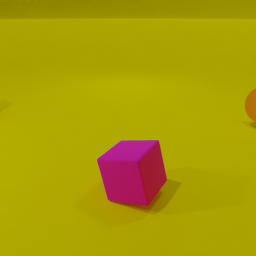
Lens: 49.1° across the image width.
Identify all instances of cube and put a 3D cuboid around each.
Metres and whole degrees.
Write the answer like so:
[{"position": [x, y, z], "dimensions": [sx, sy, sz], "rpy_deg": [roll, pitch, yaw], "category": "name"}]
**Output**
[{"position": [0.091, 0.708, 4.689], "dimensions": [0.792, 0.792, 0.792], "rpy_deg": [-2, 20, 32], "category": "cube"}]

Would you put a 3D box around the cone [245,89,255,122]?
[{"position": [3.793, -0.623, 7.439], "dimensions": [0.926, 0.922, 0.922], "rpy_deg": [-6, 23, -32], "category": "cone"}]
